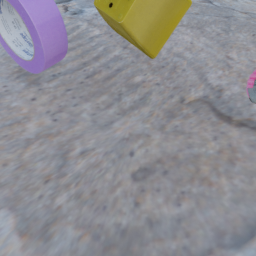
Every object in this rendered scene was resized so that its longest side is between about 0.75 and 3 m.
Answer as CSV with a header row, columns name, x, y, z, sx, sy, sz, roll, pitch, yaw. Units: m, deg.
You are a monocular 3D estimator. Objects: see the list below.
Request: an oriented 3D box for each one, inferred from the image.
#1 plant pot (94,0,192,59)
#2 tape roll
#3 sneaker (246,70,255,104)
name,x,y,z,sx,sy,sz,roll,pitch,yaw
plant pot,0.184,-2.621,6.000,1.481,1.481,1.306,45,19,28
tape roll,-2.733,-2.734,7.414,2.489,2.489,0.817,27,54,31
sneaker,3.037,-1.031,5.666,0.708,0.854,1.791,25,66,43
